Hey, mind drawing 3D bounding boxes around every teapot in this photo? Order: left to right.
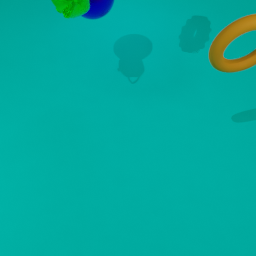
[{"bbox_3d":[-1.443,-3.127,6.751,0.791,1.004,1.615,-36,45,27],"label":"teapot"}]

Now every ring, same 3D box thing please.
[{"bbox_3d":[2.207,-1.566,5.335,1.351,1.351,0.270,-10,60,-5],"label":"ring"}]

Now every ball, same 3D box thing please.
[{"bbox_3d":[-0.999,-3.675,7.722,1.282,1.282,1.282,0,63,0],"label":"ball"}]
